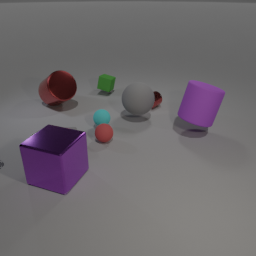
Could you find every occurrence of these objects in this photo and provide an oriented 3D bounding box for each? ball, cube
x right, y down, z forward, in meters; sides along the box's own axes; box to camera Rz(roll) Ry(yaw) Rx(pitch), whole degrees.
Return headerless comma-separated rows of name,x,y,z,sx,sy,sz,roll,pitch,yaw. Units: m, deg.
ball,0.431,-1.236,11.892,1.400,1.400,1.400,0,28,0
cube,-1.136,-2.383,14.771,0.700,0.700,0.700,18,24,11
ball,-0.896,0.182,10.481,0.700,0.700,0.700,0,28,0
ball,-1.060,-0.408,11.331,0.700,0.700,0.700,0,28,0
cube,-2.151,0.896,8.430,1.400,1.400,1.400,10,30,19

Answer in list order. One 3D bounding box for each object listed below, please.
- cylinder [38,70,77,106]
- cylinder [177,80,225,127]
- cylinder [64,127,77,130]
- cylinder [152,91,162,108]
cylinder,-3.307,-1.835,13.122,1.400,1.400,1.400,-21,5,-34
cylinder,2.763,-0.937,10.649,1.400,1.400,1.400,14,20,-5
cylinder,-2.227,0.321,10.161,0.700,0.700,0.700,-3,27,-20
cylinder,1.169,-1.340,13.419,0.700,0.700,0.700,22,35,35
